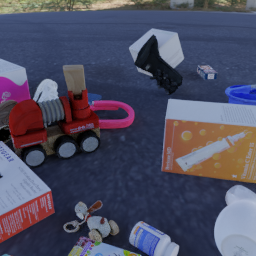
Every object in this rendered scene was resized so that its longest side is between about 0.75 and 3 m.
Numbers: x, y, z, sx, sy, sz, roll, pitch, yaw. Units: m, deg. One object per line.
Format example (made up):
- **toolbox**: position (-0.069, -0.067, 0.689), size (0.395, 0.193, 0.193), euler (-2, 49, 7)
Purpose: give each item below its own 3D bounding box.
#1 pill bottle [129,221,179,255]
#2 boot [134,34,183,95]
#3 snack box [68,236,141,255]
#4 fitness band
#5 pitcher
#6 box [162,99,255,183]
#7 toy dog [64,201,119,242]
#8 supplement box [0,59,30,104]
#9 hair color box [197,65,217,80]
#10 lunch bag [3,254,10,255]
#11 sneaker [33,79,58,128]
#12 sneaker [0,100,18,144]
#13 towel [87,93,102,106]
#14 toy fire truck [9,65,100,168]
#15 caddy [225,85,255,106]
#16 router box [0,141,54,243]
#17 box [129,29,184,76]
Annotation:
- **pill bottle**: position (0.512, 2.235, 5.443), size (0.884, 0.495, 0.495), euler (20, 34, 32)
- **boot**: position (1.539, -2.940, 13.003), size (2.273, 1.027, 2.774), euler (36, 40, -14)
- **snack box**: position (-0.520, 2.571, 4.891), size (1.254, 0.424, 1.058), euler (10, 30, 18)
- **fitness band**: position (-0.730, -0.515, 10.367), size (1.949, 0.365, 1.400), euler (-2, 37, -15)
- **pitcher**: position (2.512, 1.992, 5.490), size (1.474, 1.042, 1.718), euler (23, 24, 20)
- **box**: position (2.380, 0.315, 7.697), size (2.739, 1.704, 1.335), euler (5, 29, 10)
- **toy dog**: position (-0.762, 1.905, 5.951), size (1.215, 0.585, 0.802), euler (15, 32, 25)
- **supplement box**: position (-5.814, -2.106, 12.434), size (2.896, 1.465, 1.497), euler (22, 35, 35)
- **hair color box**: position (4.285, -3.034, 15.262), size (0.670, 0.405, 1.339), euler (-3, 29, -5)
- **lunch bag**: position (-1.481, 2.901, 3.475), size (1.709, 1.223, 2.006), euler (12, 36, 22)
- **sneaker**: position (-2.813, -0.843, 10.799), size (1.718, 1.127, 2.986), euler (10, 36, -1)
- **sneaker**: position (-3.978, -0.003, 9.159), size (1.011, 0.943, 2.678), euler (2, 38, 10)
- **towel**: position (-1.846, -0.924, 11.361), size (0.960, 0.417, 1.720), euler (15, 33, 25)
- **toy fire truck**: position (-2.055, -0.493, 7.947), size (2.540, 2.885, 1.856), euler (-13, 30, -24)
- **caddy**: position (4.941, -1.064, 10.747), size (2.380, 1.249, 1.682), euler (9, 30, 16)
- **router box**: position (-3.577, 1.561, 6.451), size (2.584, 0.703, 2.880), euler (-24, 37, -37)
- **box**: position (1.541, -4.024, 15.093), size (1.965, 1.683, 1.955), euler (-44, 44, -15)
